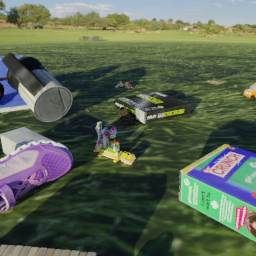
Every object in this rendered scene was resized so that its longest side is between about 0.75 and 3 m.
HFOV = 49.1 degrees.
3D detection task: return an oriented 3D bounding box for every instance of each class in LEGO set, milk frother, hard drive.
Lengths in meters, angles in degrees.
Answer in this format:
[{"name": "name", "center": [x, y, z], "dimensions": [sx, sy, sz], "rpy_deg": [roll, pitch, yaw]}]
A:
[{"name": "LEGO set", "center": [-0.525, 0.353, 8.193], "dimensions": [0.937, 0.758, 2.036], "rpy_deg": [-8, 23, -18]}, {"name": "milk frother", "center": [-4.029, -1.191, 10.703], "dimensions": [2.519, 2.678, 2.417], "rpy_deg": [42, 12, 33]}, {"name": "hard drive", "center": [-5.289, -2.014, 12.408], "dimensions": [1.876, 0.361, 2.843], "rpy_deg": [-11, 63, -26]}]

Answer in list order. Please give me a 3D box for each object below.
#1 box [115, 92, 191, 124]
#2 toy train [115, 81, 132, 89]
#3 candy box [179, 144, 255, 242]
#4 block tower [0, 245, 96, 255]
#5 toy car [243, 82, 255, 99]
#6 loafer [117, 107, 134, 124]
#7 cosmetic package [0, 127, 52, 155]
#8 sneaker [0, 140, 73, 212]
[{"name": "box", "center": [0.991, -0.915, 11.666], "dimensions": [2.279, 0.561, 2.360], "rpy_deg": [-14, 26, -27]}, {"name": "toy train", "center": [-0.204, -2.477, 15.979], "dimensions": [0.998, 0.278, 0.750], "rpy_deg": [6, 22, 12]}, {"name": "candy box", "center": [2.506, 1.264, 5.748], "dimensions": [1.900, 0.866, 2.247], "rpy_deg": [-21, 29, -40]}, {"name": "block tower", "center": [-1.546, 2.113, 3.895], "dimensions": [2.396, 0.693, 0.647], "rpy_deg": [3, 22, 5]}, {"name": "toy car", "center": [6.480, -2.119, 14.446], "dimensions": [1.105, 0.750, 2.254], "rpy_deg": [5, 23, 12]}, {"name": "loafer", "center": [-0.135, -0.496, 10.730], "dimensions": [0.470, 0.459, 1.286], "rpy_deg": [-9, 23, -19]}, {"name": "cosmetic package", "center": [-2.864, 0.527, 7.925], "dimensions": [1.530, 0.690, 0.817], "rpy_deg": [23, 31, 39]}, {"name": "sneaker", "center": [-2.484, 1.157, 5.918], "dimensions": [2.821, 1.135, 1.247], "rpy_deg": [-14, 32, -22]}]
